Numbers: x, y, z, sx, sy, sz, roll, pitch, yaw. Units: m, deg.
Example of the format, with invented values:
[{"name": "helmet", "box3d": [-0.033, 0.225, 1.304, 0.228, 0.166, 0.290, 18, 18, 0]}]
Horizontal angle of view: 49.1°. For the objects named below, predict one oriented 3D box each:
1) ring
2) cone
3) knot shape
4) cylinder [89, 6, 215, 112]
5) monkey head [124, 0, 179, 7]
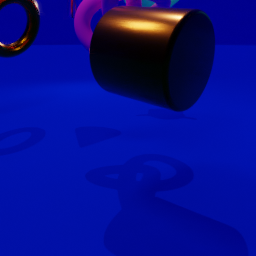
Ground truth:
[{"name": "ring", "box3d": [-3.004, -2.655, 7.204, 0.358, 1.788, 1.788, 33, 30, 19]}, {"name": "cone", "box3d": [-1.324, -3.850, 7.439, 1.290, 1.295, 1.290, -12, 48, 13]}, {"name": "knot shape", "box3d": [-0.123, -2.437, 5.324, 2.003, 1.874, 0.926, -34, 54, -17]}, {"name": "cylinder", "box3d": [0.338, -0.967, 3.822, 1.253, 1.253, 1.253, 20, 26, 35]}, {"name": "monkey head", "box3d": [0.821, -3.962, 9.462, 1.903, 1.147, 1.369, 3, 63, 13]}]
